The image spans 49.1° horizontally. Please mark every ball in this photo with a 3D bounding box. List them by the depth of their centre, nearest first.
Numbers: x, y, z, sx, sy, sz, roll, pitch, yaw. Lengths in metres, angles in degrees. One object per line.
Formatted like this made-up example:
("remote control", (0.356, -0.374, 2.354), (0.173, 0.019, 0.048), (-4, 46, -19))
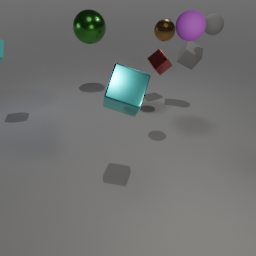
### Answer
("ball", (1.478, -2.419, 6.625), (0.700, 0.700, 0.700), (0, 29, 0))
("ball", (1.214, -3.224, 9.241), (0.700, 0.700, 0.700), (0, 29, 0))
("ball", (2.927, -3.550, 9.611), (0.700, 0.700, 0.700), (0, 29, 0))
("ball", (-1.647, -4.315, 11.978), (1.400, 1.400, 1.400), (0, 29, 0))

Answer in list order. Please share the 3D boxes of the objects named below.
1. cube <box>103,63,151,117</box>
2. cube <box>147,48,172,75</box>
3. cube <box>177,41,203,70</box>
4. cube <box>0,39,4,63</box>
("cube", (-0.042, -0.711, 5.445), (0.700, 0.700, 0.700), (18, -12, -3))
("cube", (1.377, -2.846, 12.098), (0.700, 0.700, 0.700), (59, 15, 22))
("cube", (2.427, -2.859, 10.940), (0.700, 0.700, 0.700), (26, 52, -11))
("cube", (-4.462, -2.457, 9.009), (0.700, 0.700, 0.700), (9, 64, -38))
